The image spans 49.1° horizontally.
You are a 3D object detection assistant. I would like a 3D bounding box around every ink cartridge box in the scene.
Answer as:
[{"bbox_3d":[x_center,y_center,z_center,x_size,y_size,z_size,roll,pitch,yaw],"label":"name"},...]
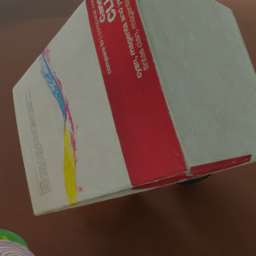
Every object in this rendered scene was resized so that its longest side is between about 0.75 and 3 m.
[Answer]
[{"bbox_3d":[0.019,-0.172,3.923,2.117,2.107,2.913,-3,-18,-44],"label":"ink cartridge box"}]

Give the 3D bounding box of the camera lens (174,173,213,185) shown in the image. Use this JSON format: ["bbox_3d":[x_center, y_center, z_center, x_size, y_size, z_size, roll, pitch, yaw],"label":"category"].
[{"bbox_3d":[1.066,0.268,5.506,1.185,1.185,1.482,-9,46,-14],"label":"camera lens"}]

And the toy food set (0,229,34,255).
[{"bbox_3d":[-1.683,1.342,2.735,2.577,0.633,2.603,32,-11,-9],"label":"toy food set"}]
